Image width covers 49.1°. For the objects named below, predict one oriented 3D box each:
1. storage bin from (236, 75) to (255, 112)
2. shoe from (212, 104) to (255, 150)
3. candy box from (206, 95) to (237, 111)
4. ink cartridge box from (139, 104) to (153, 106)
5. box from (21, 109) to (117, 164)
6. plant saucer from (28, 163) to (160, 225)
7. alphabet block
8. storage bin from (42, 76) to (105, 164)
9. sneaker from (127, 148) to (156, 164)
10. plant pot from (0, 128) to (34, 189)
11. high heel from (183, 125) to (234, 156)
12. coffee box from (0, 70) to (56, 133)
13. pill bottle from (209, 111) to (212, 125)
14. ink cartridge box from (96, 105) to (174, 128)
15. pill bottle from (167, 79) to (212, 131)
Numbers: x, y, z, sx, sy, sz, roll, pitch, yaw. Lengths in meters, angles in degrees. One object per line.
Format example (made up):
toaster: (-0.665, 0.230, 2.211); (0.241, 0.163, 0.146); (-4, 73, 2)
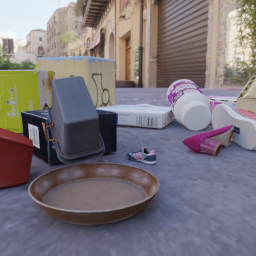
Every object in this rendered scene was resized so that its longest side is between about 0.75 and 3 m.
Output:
storage bin: (5.795, -1.092, 10.606); (2.617, 1.236, 2.636); (7, 33, 36)
shoe: (3.494, -0.059, 8.052); (1.246, 0.978, 2.739); (0, 15, -8)
candy box: (4.501, -0.975, 13.046); (2.000, 0.894, 2.932); (-8, 13, -37)
ink cartridge box: (1.098, -1.188, 16.267); (0.843, 0.249, 1.054); (-9, 19, -42)
box: (-1.441, 0.080, 6.818); (1.747, 1.026, 1.718); (-8, 13, -35)
plant saucer: (-0.476, 0.933, 4.158); (1.878, 0.323, 1.878); (0, 9, 0)
alphabet block: (-2.185, -1.745, 12.472); (2.583, 2.630, 2.569); (5, 11, 25)
storage bin: (-1.031, -0.222, 5.066); (1.023, 0.944, 1.406); (-12, 52, -18)
sneaker: (0.295, 0.566, 6.157); (0.787, 0.323, 0.276); (8, 13, 39)
plant pot: (-2.148, 0.532, 4.912); (0.855, 0.970, 0.969); (10, 6, -22)
high heel: (2.155, 0.196, 7.282); (0.854, 0.599, 1.776); (19, 22, 30)
coffee box: (-3.770, -0.982, 9.813); (2.057, 2.054, 2.034); (0, 10, 0)
pill bottle: (3.180, -0.398, 10.980); (0.926, 0.520, 0.520); (4, 11, 18)
ink cartridge box: (0.344, -0.542, 11.512); (2.873, 0.634, 2.926); (4, 8, 19)
pill bottle: (2.276, -0.868, 10.438); (1.328, 1.328, 2.366); (-1, 27, -4)
